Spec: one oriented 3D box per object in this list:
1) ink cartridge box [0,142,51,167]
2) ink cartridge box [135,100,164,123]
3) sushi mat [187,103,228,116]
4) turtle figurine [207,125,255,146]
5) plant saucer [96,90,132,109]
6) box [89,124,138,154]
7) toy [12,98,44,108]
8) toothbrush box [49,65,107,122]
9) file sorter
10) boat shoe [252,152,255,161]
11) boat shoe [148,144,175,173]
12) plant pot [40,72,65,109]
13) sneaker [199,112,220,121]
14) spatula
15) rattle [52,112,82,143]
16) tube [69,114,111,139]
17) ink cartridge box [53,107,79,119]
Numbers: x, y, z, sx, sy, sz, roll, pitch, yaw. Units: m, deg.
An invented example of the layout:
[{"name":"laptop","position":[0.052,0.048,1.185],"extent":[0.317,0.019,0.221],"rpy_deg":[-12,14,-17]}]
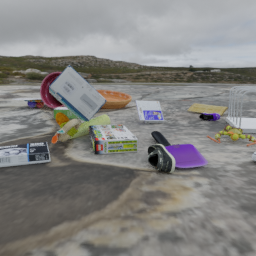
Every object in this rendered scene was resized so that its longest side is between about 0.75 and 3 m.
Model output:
[{"name":"ink cartridge box","position":[-2.546,0.577,6.657],"extent":[1.275,0.279,1.287],"rpy_deg":[-5,11,-19]},{"name":"ink cartridge box","position":[0.837,-0.648,11.117],"extent":[1.030,0.224,1.021],"rpy_deg":[2,54,-16]},{"name":"sushi mat","position":[3.829,-0.906,13.535],"extent":[1.777,0.108,0.850],"rpy_deg":[12,39,40]},{"name":"turtle figurine","position":[3.055,0.159,8.244],"extent":[1.396,0.450,1.126],"rpy_deg":[3,12,17]},{"name":"plant saucer","position":[-1.228,-1.649,16.086],"extent":[2.867,0.537,2.867],"rpy_deg":[5,18,-2]},{"name":"box","position":[-0.487,0.263,7.955],"extent":[1.131,0.357,2.055],"rpy_deg":[-2,12,-11]},{"name":"toy","position":[-5.090,-1.444,15.846],"extent":[1.396,0.573,2.425],"rpy_deg":[4,12,33]},{"name":"toothbrush box","position":[-1.608,-0.985,8.617],"extent":[1.458,0.849,1.992],"rpy_deg":[43,-8,-14]},{"name":"file sorter","position":[4.604,-0.718,10.128],"extent":[1.600,1.436,2.306],"rpy_deg":[2,12,10]},{"name":"boat shoe","position":[3.482,0.452,6.587],"extent":[1.636,0.535,0.602],"rpy_deg":[-9,15,-38]},{"name":"boat shoe","position":[0.617,0.615,6.047],"extent":[0.407,0.433,1.205],"rpy_deg":[2,13,-14]},{"name":"plant pot","position":[-3.523,-1.900,15.316],"extent":[1.941,1.941,1.737],"rpy_deg":[3,-4,14]},{"name":"sneaker","position":[3.369,-0.443,11.665],"extent":[0.453,0.317,0.911],"rpy_deg":[-16,14,-39]},{"name":"spatula","position":[1.057,0.443,7.204],"extent":[0.817,0.297,2.890],"rpy_deg":[-6,11,-10]},{"name":"rattle","position":[-1.898,-0.074,7.665],"extent":[0.807,0.886,1.240],"rpy_deg":[-34,-3,30]},{"name":"tube","position":[-1.359,-0.006,9.096],"extent":[1.745,0.453,0.506],"rpy_deg":[-22,-14,-36]},{"name":"ink cartridge box","position":[-2.465,-0.675,12.382],"extent":[1.467,0.435,0.762],"rpy_deg":[0,12,2]}]
